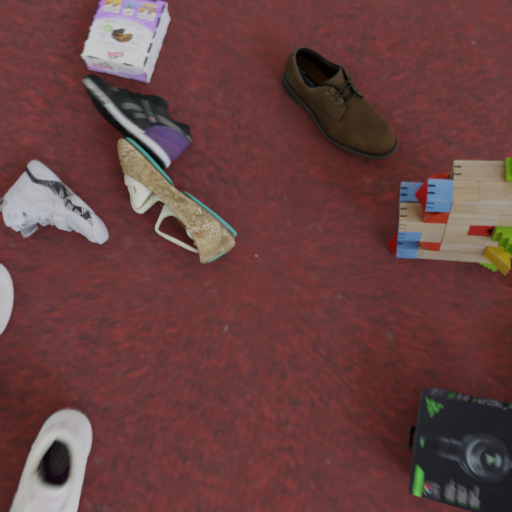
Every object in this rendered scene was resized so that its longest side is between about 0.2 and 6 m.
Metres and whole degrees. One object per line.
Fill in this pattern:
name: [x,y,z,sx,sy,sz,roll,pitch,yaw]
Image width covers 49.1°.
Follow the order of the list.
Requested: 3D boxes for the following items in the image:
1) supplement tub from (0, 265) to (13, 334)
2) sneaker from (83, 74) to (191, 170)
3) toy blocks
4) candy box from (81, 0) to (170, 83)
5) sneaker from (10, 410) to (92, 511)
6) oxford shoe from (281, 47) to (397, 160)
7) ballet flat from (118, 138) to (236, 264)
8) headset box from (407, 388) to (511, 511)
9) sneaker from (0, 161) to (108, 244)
supplement tub: [-5.138,0.687,9.036,1.920,1.386,1.386,5,77,4]
sneaker: [-2.115,-2.605,10.162,2.157,0.817,0.944,43,77,-1]
toy blocks: [3.082,-0.648,8.867,1.890,2.765,1.382,4,67,13]
candy box: [-2.445,-4.143,10.577,1.228,0.524,1.464,14,77,3]
sneaker: [-3.237,3.807,8.300,1.086,1.445,2.901,11,79,-10]
oxford shoe: [1.479,-2.710,9.981,2.598,1.097,0.944,41,79,7]
ballet flat: [-1.580,-0.898,9.608,2.742,0.967,0.895,41,81,8]
headset box: [3.235,2.935,8.463,1.800,0.835,1.567,8,86,26]
sneaker: [-3.550,-0.651,9.699,2.032,0.763,1.168,41,81,14]
